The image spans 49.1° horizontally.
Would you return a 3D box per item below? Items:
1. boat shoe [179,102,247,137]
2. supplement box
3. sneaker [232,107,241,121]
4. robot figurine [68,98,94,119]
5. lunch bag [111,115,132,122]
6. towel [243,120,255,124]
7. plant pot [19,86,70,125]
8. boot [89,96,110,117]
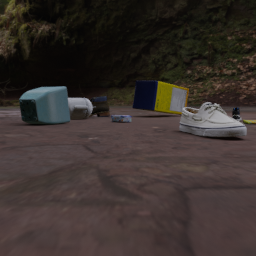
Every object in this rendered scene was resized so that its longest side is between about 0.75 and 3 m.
[{"bbox_3d":[2.128,-0.249,7.371,0.863,0.850,2.433,-2,6,-16],"label":"boat shoe"},{"bbox_3d":[1.945,-1.725,16.393,2.992,1.628,1.638,5,4,-41],"label":"supplement box"},{"bbox_3d":[4.911,-0.629,12.622,0.400,0.612,1.094,2,6,22],"label":"sneaker"},{"bbox_3d":[-2.558,-0.969,13.901,1.842,1.040,1.562,-4,7,-33],"label":"robot figurine"},{"bbox_3d":[-0.288,-0.403,11.917,0.833,0.315,0.667,6,6,41],"label":"lunch bag"},{"bbox_3d":[5.283,-0.205,10.945,1.389,0.125,0.598,1,11,3],"label":"towel"},{"bbox_3d":[-3.294,-0.794,10.732,1.430,1.434,1.460,3,14,28],"label":"plant pot"},{"bbox_3d":[-2.162,-1.205,15.649,2.433,1.179,0.909,-3,6,-32],"label":"boot"}]
